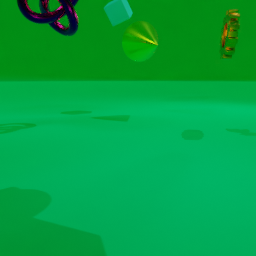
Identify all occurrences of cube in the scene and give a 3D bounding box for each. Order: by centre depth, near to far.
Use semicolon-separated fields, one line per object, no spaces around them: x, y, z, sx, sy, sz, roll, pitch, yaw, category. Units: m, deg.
-0.372;-4.642;11.083;0.777;0.777;0.777;-18;31;23;cube

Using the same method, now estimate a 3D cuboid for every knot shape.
-1.997;-3.327;7.813;1.799;1.684;0.831;-16;47;4;knot shape

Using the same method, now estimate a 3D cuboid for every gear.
2.471;-2.266;6.858;0.215;1.161;1.161;4;11;7;gear

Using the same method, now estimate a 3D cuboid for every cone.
0.675;-2.802;9.263;1.376;1.376;1.382;-4;21;-20;cone
